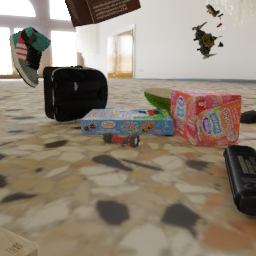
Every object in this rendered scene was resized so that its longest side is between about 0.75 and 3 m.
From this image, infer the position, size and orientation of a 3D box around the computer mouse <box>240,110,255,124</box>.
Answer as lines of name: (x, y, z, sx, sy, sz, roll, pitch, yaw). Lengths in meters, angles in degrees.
computer mouse: (4.209, -0.471, 9.647, 1.591, 0.366, 1.117, -7, 15, -30)

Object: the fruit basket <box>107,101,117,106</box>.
fruit basket: (-1.419, -1.112, 12.368, 1.365, 0.691, 1.473, -10, 31, -37)

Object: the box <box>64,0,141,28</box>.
box: (-0.599, -2.635, 5.408, 1.057, 1.046, 1.274, -26, 26, -19)

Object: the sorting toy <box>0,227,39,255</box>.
sorting toy: (-1.482, 1.161, 2.050, 1.167, 0.406, 1.160, 7, 15, 31)

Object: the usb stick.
usb stick: (1.843, 0.697, 4.299, 0.620, 0.364, 2.235, 6, 13, 14)

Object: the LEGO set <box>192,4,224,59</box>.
LEGO set: (2.112, -2.489, 7.513, 1.024, 1.577, 0.447, 40, -24, -19)

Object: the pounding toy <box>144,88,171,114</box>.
pounding toy: (1.552, -0.726, 9.705, 2.111, 0.980, 1.630, 8, 19, 2)

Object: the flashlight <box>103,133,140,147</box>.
flashlight: (-0.171, 0.253, 6.496, 0.874, 0.296, 0.297, 7, 10, 26)

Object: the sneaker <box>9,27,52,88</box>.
sneaker: (-2.829, -2.301, 8.556, 1.184, 1.960, 0.820, -28, -15, 17)

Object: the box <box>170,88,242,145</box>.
box: (1.919, -0.406, 7.411, 1.104, 1.196, 2.332, -1, 13, -5)

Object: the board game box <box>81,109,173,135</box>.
board game box: (0.010, -0.218, 8.277, 2.450, 0.448, 1.853, 0, 13, 2)

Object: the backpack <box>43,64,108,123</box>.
backpack: (-1.755, -1.188, 9.417, 2.110, 1.873, 1.588, -9, 19, -32)
